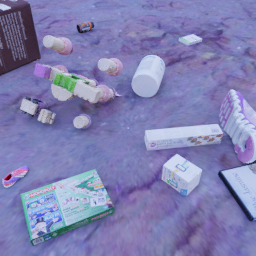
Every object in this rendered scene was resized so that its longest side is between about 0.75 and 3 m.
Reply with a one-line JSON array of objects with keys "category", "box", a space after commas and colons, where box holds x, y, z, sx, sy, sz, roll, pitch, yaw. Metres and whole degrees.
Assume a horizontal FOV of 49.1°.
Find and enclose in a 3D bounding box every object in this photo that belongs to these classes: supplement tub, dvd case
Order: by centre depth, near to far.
[{"category": "dvd case", "box": [3.467, 1.401, 6.891, 2.020, 0.177, 1.441, -11, 42, -12]}, {"category": "supplement tub", "box": [0.758, -1.893, 10.099, 0.980, 0.980, 1.485, 11, 42, 12]}, {"category": "supplement tub", "box": [-2.160, -5.176, 14.301, 0.858, 0.459, 0.459, -26, 47, -26]}]

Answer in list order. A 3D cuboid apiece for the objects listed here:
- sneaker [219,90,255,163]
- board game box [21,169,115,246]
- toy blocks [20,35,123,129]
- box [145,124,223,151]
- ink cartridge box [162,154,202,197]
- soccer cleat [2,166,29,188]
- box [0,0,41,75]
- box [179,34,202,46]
[{"category": "sneaker", "box": [3.509, -0.081, 8.070, 1.156, 1.052, 2.615, 2, 44, -8]}, {"category": "board game box", "box": [-1.395, 1.734, 6.430, 1.856, 0.270, 1.249, -17, 43, -18]}, {"category": "toy blocks", "box": [-1.620, -1.350, 9.161, 2.430, 2.600, 2.188, 25, 13, 10]}, {"category": "box", "box": [1.582, 0.260, 8.021, 2.183, 0.422, 0.452, -6, 41, -7]}, {"category": "ink cartridge box", "box": [1.307, 1.148, 6.888, 0.559, 0.561, 0.765, -33, 50, -32]}, {"category": "soccer cleat", "box": [-2.830, 1.175, 7.076, 0.257, 0.276, 0.754, 23, 46, 25]}, {"category": "box", "box": [-5.509, -3.697, 11.129, 2.381, 2.357, 2.870, 28, 48, 28]}, {"category": "box", "box": [2.990, -4.220, 13.424, 0.915, 0.166, 0.661, -22, 45, -25]}]
